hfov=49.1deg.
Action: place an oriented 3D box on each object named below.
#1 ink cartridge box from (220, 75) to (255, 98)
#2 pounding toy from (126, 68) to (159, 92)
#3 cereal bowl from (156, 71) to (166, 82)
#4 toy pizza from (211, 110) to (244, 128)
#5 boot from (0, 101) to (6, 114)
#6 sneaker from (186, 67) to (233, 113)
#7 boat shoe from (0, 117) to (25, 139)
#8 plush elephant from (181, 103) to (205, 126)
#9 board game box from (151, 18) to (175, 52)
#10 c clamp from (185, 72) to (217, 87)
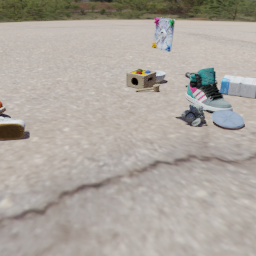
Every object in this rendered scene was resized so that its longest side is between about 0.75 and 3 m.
[{"bbox_3d":[4.880,-1.730,11.794,1.771,0.591,1.026,13,29,24],"label":"ink cartridge box"},{"bbox_3d":[0.722,-2.127,12.452,1.619,0.741,1.422,19,31,34],"label":"pounding toy"},{"bbox_3d":[1.310,-2.461,13.521,0.992,0.413,0.992,0,26,0],"label":"cereal bowl"},{"bbox_3d":[3.256,-0.264,9.171,1.045,0.166,1.045,1,36,-1],"label":"toy pizza"},{"bbox_3d":[-5.572,-1.100,9.412,2.959,1.587,1.110,7,25,11],"label":"boot"},{"bbox_3d":[3.032,-1.494,10.362,0.976,1.410,2.335,-12,28,-23],"label":"sneaker"},{"bbox_3d":[-4.021,-0.026,8.252,1.915,0.678,0.664,4,24,-13],"label":"boat shoe"},{"bbox_3d":[2.123,-0.419,9.143,0.660,0.702,0.852,-39,-6,0],"label":"plush elephant"},{"bbox_3d":[0.999,-2.734,8.186,0.114,0.885,0.884,-8,26,-29],"label":"board game box"},{"bbox_3d":[3.383,-2.415,13.591,1.712,0.271,2.004,-2,26,-4],"label":"c clamp"}]
